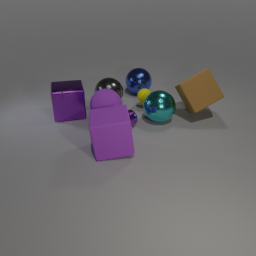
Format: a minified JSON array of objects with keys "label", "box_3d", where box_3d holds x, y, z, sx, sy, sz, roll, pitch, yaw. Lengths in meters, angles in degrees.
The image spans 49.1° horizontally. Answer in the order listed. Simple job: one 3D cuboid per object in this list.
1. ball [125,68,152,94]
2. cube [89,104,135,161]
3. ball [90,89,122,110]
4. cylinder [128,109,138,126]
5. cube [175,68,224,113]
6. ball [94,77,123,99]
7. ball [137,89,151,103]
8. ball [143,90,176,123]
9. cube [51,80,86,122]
[{"label":"ball","box_3d":[0.560,-2.489,14.891,1.400,1.400,1.400,0,30,0]},{"label":"cube","box_3d":[-0.594,0.148,10.093,1.400,1.400,1.400,-9,30,-2]},{"label":"ball","box_3d":[-0.959,-1.011,12.252,1.400,1.400,1.400,0,30,0]},{"label":"cylinder","box_3d":[-0.076,-0.352,11.829,0.700,0.700,0.700,-26,39,-37]},{"label":"cube","box_3d":[3.090,-1.607,12.321,1.400,1.400,1.400,-30,4,3]},{"label":"ball","box_3d":[-0.922,-1.741,13.581,1.400,1.400,1.400,0,30,0]},{"label":"ball","box_3d":[0.789,-1.524,13.345,0.700,0.700,0.700,0,30,0]},{"label":"ball","box_3d":[1.366,-0.937,12.150,1.400,1.400,1.400,0,30,0]},{"label":"cube","box_3d":[-2.701,-1.256,12.706,1.400,1.400,1.400,-7,30,-11]}]
